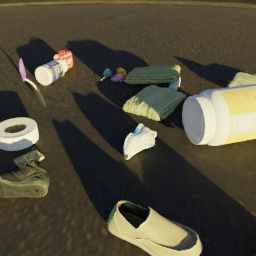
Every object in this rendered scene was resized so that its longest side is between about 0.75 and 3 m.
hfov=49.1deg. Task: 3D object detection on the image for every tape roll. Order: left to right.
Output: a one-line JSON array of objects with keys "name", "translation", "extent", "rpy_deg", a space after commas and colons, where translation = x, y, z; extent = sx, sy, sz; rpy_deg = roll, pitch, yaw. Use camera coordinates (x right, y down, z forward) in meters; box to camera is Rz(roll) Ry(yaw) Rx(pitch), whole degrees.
[{"name": "tape roll", "translation": [-4.155, 0.208, 10.432], "extent": [1.549, 0.542, 1.549], "rpy_deg": [0, 32, 0]}]

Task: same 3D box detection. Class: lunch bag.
[{"name": "lunch bag", "translation": [-3.880, -4.075, 16.791], "extent": [0.545, 1.172, 1.331], "rpy_deg": [14, 34, 21]}]

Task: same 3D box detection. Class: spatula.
[{"name": "spatula", "translation": [-3.886, -1.713, 11.446], "extent": [0.242, 2.357, 0.666], "rpy_deg": [-17, 44, 5]}]

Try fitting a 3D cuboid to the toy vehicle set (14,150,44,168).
[{"name": "toy vehicle set", "translation": [-3.347, 1.052, 9.473], "extent": [0.841, 0.111, 0.522], "rpy_deg": [-27, 41, -36]}]

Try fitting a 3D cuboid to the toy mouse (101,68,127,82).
[{"name": "toy mouse", "translation": [-0.790, -3.006, 15.700], "extent": [1.741, 0.379, 1.959], "rpy_deg": [-17, 40, -31]}]

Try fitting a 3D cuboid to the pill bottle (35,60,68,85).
[{"name": "pill bottle", "translation": [-4.149, -3.151, 15.441], "extent": [1.022, 1.022, 1.840], "rpy_deg": [12, 34, 19]}]

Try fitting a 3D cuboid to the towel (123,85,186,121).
[{"name": "towel", "translation": [1.243, -1.253, 12.837], "extent": [2.096, 0.516, 2.826], "rpy_deg": [17, 36, 27]}]

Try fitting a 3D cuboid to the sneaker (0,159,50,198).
[{"name": "sneaker", "translation": [-3.251, 1.460, 8.264], "extent": [1.912, 0.731, 1.095], "rpy_deg": [1, 30, -3]}]

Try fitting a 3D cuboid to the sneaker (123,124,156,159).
[{"name": "sneaker", "translation": [0.471, 0.493, 9.855], "extent": [0.851, 0.736, 1.964], "rpy_deg": [18, 36, 18]}]

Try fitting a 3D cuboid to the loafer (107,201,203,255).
[{"name": "loafer", "translation": [0.573, 2.397, 6.617], "extent": [2.368, 0.809, 0.896], "rpy_deg": [12, 34, 19]}]

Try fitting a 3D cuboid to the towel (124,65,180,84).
[{"name": "towel", "translation": [1.340, -2.864, 15.100], "extent": [2.928, 0.534, 2.172], "rpy_deg": [-3, 25, 13]}]

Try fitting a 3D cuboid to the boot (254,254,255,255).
[{"name": "boot", "translation": [3.404, 3.401, 5.210], "extent": [2.105, 0.915, 2.530], "rpy_deg": [-34, 44, -27]}]

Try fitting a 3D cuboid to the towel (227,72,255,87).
[{"name": "towel", "translation": [6.072, -2.253, 14.182], "extent": [1.722, 0.314, 1.277], "rpy_deg": [24, 64, 36]}]

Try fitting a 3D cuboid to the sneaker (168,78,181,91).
[{"name": "sneaker", "translation": [2.431, -2.354, 14.680], "extent": [0.516, 0.465, 1.258], "rpy_deg": [14, 33, 16]}]

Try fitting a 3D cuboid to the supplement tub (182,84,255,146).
[{"name": "supplement tub", "translation": [3.598, -0.458, 10.087], "extent": [2.785, 2.025, 2.025], "rpy_deg": [-9, 33, -13]}]
